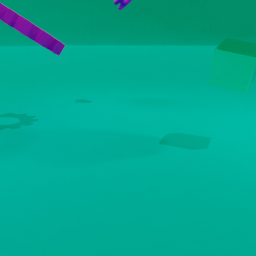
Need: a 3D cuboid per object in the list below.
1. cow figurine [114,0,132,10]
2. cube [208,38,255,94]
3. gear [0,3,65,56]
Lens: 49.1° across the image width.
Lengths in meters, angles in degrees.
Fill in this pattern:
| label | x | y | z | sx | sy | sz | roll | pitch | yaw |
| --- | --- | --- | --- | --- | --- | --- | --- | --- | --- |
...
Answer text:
| label | x | y | z | sx | sy | sz | roll | pitch | yaw |
| --- | --- | --- | --- | --- | --- | --- | --- | --- | --- |
| cow figurine | 0.044 | -4.735 | 9.920 | 0.990 | 0.552 | 1.006 | -46 | 14 | -17 |
| cube | 2.452 | -1.435 | 6.389 | 0.882 | 0.882 | 0.882 | 19 | 38 | 23 |
| gear | -2.691 | -2.691 | 7.731 | 1.933 | 0.358 | 1.933 | 32 | 6 | -4 |
